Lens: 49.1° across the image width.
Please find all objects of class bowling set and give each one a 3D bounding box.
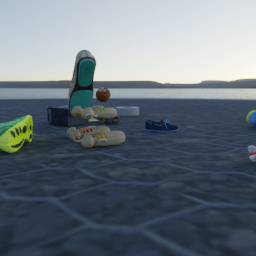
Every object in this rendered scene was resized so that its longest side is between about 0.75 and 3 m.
[{"bbox_3d":[-1.179,-0.366,8.465,1.290,1.672,2.402,-7,6,-31],"label":"bowling set"}]

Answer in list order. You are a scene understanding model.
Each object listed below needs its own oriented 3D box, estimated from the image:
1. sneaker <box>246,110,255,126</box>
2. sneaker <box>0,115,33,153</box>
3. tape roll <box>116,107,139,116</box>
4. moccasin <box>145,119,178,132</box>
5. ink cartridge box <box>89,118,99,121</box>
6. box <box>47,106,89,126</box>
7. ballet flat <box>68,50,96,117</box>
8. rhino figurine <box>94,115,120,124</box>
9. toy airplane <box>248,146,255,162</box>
[{"bbox_3d":[6.038,-0.344,11.702,2.234,0.736,0.876,-3,22,-24],"label":"sneaker"},{"bbox_3d":[-3.241,0.085,7.773,0.947,0.839,2.265,4,8,-3],"label":"sneaker"},{"bbox_3d":[-0.047,-1.035,17.142,1.425,0.471,1.425,1,8,0],"label":"tape roll"},{"bbox_3d":[1.256,-0.102,10.568,1.274,0.435,0.513,2,8,14],"label":"moccasin"},{"bbox_3d":[-2.356,-0.630,14.340,1.323,0.436,1.819,-7,11,-42],"label":"ink cartridge box"},{"bbox_3d":[-2.665,-0.566,12.512,1.304,0.810,1.315,4,9,32],"label":"box"},{"bbox_3d":[-1.824,-1.766,11.057,0.997,2.929,0.985,0,45,-27],"label":"ballet flat"},{"bbox_3d":[-0.992,-0.426,12.947,1.412,0.422,0.617,2,-4,28],"label":"rhino figurine"},{"bbox_3d":[3.020,0.442,5.945,0.902,0.639,0.906,-3,9,-13],"label":"toy airplane"}]
